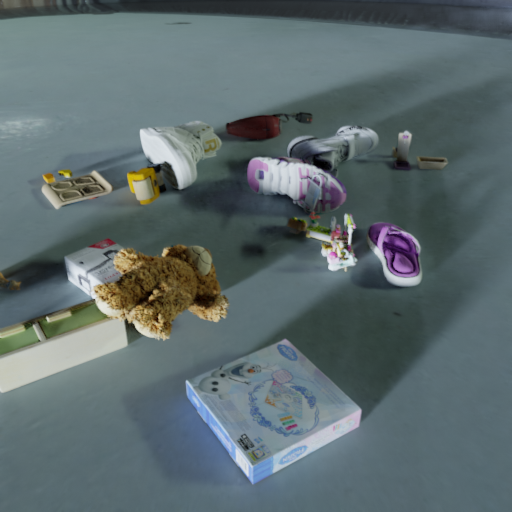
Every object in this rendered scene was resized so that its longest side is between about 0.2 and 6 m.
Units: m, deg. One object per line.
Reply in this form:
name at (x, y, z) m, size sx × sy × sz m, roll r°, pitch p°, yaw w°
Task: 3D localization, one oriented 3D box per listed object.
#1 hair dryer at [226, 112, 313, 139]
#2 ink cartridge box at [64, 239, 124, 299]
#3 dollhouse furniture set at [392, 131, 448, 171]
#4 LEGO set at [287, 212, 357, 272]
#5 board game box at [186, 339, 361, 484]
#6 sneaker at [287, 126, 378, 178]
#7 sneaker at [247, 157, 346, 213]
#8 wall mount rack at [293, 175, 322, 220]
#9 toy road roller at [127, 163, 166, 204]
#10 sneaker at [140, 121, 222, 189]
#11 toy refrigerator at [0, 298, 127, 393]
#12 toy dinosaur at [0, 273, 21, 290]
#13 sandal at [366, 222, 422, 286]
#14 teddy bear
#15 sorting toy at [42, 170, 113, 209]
hair dryer at (0.269, -4.085, 17.670) m, size 2.657 × 0.722 × 2.023 m, roll -12°, pitch 17°, yaw -28°
ink cartridge box at (-2.702, 0.307, 10.298) m, size 1.363 × 0.568 × 0.990 m, roll 27°, pitch 40°, yaw 36°
dollhouse furniture set at (4.497, -2.987, 15.288) m, size 1.406 × 0.998 × 1.114 m, roll 4°, pitch 32°, yaw 7°
LEGO set at (1.473, -0.540, 11.480) m, size 0.971 × 0.786 × 2.111 m, roll -13°, pitch 34°, yaw -20°
board game box at (0.205, 2.019, 7.676) m, size 1.727 × 0.376 × 1.736 m, roll -18°, pitch 36°, yaw -27°
sneaker at (2.204, -2.725, 14.960) m, size 2.541 × 0.955 × 1.460 m, roll -10°, pitch 33°, yaw -7°
sneaker at (1.101, -1.851, 13.480) m, size 2.654 × 1.067 × 1.173 m, roll 23°, pitch 31°, yaw 34°
wall mount rack at (1.218, -1.260, 12.462) m, size 0.382 × 1.024 × 0.890 m, roll -10°, pitch 41°, yaw -32°
toy road roller at (-2.774, -1.744, 13.565) m, size 0.859 × 0.723 × 1.177 m, roll -3°, pitch 25°, yaw 17°
sneaker at (-1.733, -2.864, 14.865) m, size 1.952 × 1.244 × 3.378 m, roll -16°, pitch 33°, yaw -19°
toy refrigerator at (-3.054, 1.279, 8.601) m, size 1.938 × 0.678 × 0.736 m, roll -19°, pitch 36°, yaw -27°
toy dinosaur at (-5.100, 0.272, 10.564) m, size 1.034 × 0.588 × 1.947 m, roll 4°, pitch 25°, yaw -48°
sandal at (2.829, -0.208, 11.142) m, size 0.947 × 0.572 × 2.326 m, roll -2°, pitch 31°, yaw -3°
teddy bear at (-1.425, 0.452, 9.103) m, size 1.973 × 0.909 × 2.722 m, roll 30°, pitch 26°, yaw 31°
sorting toy at (-4.569, -1.737, 14.009) m, size 1.427 × 0.256 × 1.916 m, roll -23°, pitch 38°, yaw -26°
